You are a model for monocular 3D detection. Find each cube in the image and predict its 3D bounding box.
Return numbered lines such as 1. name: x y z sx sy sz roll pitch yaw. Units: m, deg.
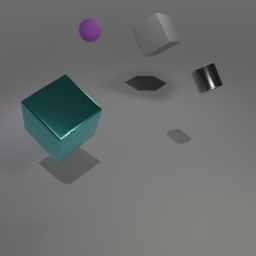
1. cube: -1.732 -0.225 7.322 1.400 1.400 1.400 43 59 10
2. cube: 1.305 -4.224 12.818 1.400 1.400 1.400 -23 4 33

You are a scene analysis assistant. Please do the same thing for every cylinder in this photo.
1. cylinder: 2.294 -1.426 8.139 0.700 0.700 0.700 -22 1 1

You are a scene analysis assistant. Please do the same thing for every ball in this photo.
1. ball: -1.190 -3.059 8.798 0.700 0.700 0.700 0 31 0
